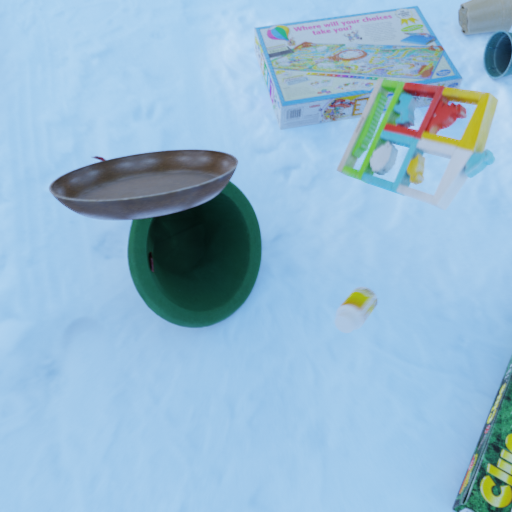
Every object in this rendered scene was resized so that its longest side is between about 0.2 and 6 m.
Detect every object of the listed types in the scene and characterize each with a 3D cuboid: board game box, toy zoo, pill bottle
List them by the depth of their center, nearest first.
[{"bbox_3d":[1.212,0.670,6.864,0.347,0.347,0.635,31,42,18],"label":"pill bottle"},{"bbox_3d":[2.146,-1.503,7.358,2.248,0.230,1.474,31,100,50],"label":"toy zoo"},{"bbox_3d":[5.067,2.274,8.482,2.543,0.569,4.853,29,62,15],"label":"board game box"},{"bbox_3d":[2.165,-4.304,12.572,3.984,0.682,2.678,-10,58,-6],"label":"board game box"}]

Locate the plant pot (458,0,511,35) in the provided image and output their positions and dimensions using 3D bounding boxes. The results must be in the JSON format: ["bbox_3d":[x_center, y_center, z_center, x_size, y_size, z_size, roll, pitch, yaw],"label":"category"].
[{"bbox_3d":[5.437,-5.787,13.401,0.997,1.089,1.089,-12,58,5],"label":"plant pot"}]

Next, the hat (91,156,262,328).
[{"bbox_3d":[-1.576,-0.299,10.179,2.451,2.604,2.959,8,85,-33],"label":"hat"}]

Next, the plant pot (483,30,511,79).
[{"bbox_3d":[5.868,-4.530,12.595,1.014,1.035,1.035,-5,57,-12],"label":"plant pot"}]

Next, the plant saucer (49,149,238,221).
[{"bbox_3d":[-1.352,-0.896,6.971,2.302,0.369,2.302,-5,22,2],"label":"plant saucer"}]
